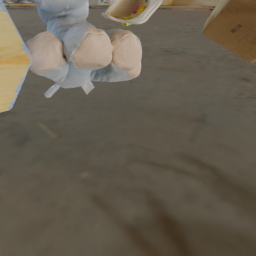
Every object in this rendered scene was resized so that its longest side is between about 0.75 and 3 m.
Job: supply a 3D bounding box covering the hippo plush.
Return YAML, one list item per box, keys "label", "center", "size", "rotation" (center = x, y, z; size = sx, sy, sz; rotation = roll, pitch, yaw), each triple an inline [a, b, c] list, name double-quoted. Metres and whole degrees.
- label: "hippo plush"
  center: [-0.952, -2.145, 5.947]
  size: [2.322, 2.344, 2.915]
  rotation: [-7, -4, -7]

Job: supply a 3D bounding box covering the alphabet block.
- label: "alphabet block"
  center: [-3.045, -1.195, 4.545]
  size: [1.949, 1.914, 1.904]
  rotation: [-24, 79, -39]

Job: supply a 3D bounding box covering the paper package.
- label: "paper package"
  center: [3.248, -2.873, 7.313]
  size: [1.855, 1.947, 1.007]
  rotation: [29, 70, -3]

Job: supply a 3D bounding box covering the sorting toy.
- label: "sorting toy"
  center: [0.293, -3.361, 7.744]
  size: [1.606, 0.858, 1.446]
  rotation: [-48, 40, 4]
